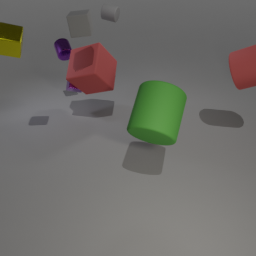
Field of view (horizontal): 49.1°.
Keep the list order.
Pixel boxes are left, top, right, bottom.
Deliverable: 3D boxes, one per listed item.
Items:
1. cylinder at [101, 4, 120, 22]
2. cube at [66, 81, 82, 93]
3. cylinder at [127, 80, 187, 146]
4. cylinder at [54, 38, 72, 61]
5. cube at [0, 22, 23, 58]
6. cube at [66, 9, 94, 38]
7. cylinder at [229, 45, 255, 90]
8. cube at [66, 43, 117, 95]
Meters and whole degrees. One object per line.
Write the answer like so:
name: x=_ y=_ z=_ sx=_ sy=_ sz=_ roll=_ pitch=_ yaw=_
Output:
cylinder: x=-0.826 y=-5.374 z=13.089 sx=0.700 sy=0.700 sz=0.700 roll=18 pitch=35 yaw=11
cube: x=-2.287 y=-1.995 z=12.335 sx=0.700 sy=0.700 sz=0.700 roll=8 pitch=-5 yaw=-23
cylinder: x=0.814 y=-0.391 z=7.852 sx=1.400 sy=1.400 sz=1.400 roll=11 pitch=73 yaw=18
cylinder: x=-2.859 y=-3.479 z=12.422 sx=0.700 sy=0.700 sz=0.700 roll=-14 pitch=64 yaw=-21
cube: x=-3.620 y=-2.684 z=8.590 sx=0.700 sy=0.700 sz=0.700 roll=6 pitch=59 yaw=-18
cube: x=-1.580 y=-3.485 z=9.339 sx=0.700 sy=0.700 sz=0.700 roll=-5 pitch=35 yaw=4
cylinder: x=4.457 y=-2.185 z=9.852 sx=1.400 sy=1.400 sz=1.400 roll=-12 pitch=22 yaw=34
cube: x=-1.431 y=-2.339 z=11.284 sx=1.400 sy=1.400 sz=1.400 roll=-5 pitch=68 yaw=27
